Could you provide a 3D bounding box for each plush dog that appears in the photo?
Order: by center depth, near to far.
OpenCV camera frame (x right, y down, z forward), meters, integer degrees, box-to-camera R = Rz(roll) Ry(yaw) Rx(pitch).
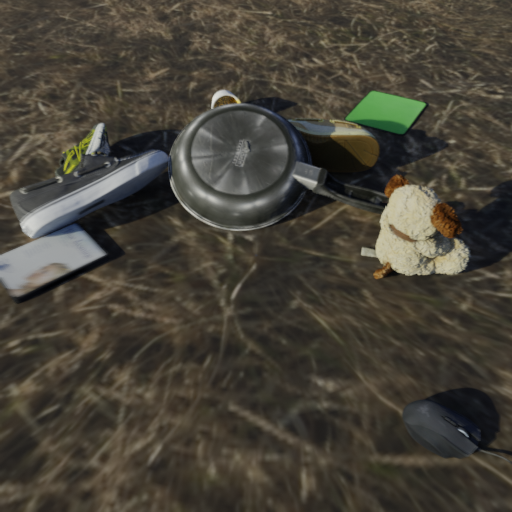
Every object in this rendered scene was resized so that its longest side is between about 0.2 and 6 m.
[{"bbox_3d":[2.219,-0.414,8.062,1.276,1.366,1.591,-26,48,-26],"label":"plush dog"}]

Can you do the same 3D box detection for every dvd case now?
[{"bbox_3d":[-3.129,0.071,8.455,1.476,0.129,1.053,-29,49,-29],"label":"dvd case"}]

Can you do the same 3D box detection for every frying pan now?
[{"bbox_3d":[0.354,-1.130,9.190,4.013,0.653,2.428,36,73,13],"label":"frying pan"}]

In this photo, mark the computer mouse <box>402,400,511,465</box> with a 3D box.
[{"bbox_3d":[2.481,2.069,6.073,1.846,0.314,0.541,21,45,21],"label":"computer mouse"}]

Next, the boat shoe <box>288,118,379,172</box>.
[{"bbox_3d":[0.911,-2.063,10.349,2.619,0.969,0.869,7,33,1],"label":"boat shoe"}]

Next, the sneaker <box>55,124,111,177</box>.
[{"bbox_3d":[-3.160,-1.865,10.222,0.766,0.674,1.810,0,42,0],"label":"sneaker"}]

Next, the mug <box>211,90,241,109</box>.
[{"bbox_3d":[-0.613,-3.130,11.831,0.636,0.795,0.652,-34,33,10],"label":"mug"}]

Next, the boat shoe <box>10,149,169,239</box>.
[{"bbox_3d":[-2.706,-1.264,9.204,2.708,0.947,0.897,-33,89,-23],"label":"boat shoe"}]

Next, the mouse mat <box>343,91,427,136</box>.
[{"bbox_3d":[2.809,-3.111,12.095,1.363,0.064,1.694,21,45,22],"label":"mouse mat"}]
